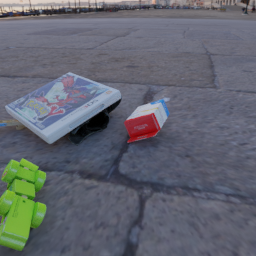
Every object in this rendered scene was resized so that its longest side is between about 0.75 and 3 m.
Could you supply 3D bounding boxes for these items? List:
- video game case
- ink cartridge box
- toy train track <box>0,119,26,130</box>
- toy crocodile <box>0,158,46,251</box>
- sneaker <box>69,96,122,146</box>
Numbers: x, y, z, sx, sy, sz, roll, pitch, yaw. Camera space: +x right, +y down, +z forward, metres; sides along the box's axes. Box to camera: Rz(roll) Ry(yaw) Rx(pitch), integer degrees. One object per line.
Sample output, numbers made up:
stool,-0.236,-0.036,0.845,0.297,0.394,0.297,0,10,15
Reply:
video game case,-2.051,-0.796,8.605,2.567,0.324,2.818,-36,41,-28
ink cartridge box,0.533,-0.227,8.214,0.938,0.543,1.615,-16,18,28
toy train track,-4.454,0.067,8.182,2.814,0.458,1.614,-5,19,-23
toy crocodile,-2.049,1.313,5.293,0.772,0.707,2.288,28,19,-28
sneaker,-0.917,-0.412,8.747,2.667,0.801,1.391,-26,36,-34
